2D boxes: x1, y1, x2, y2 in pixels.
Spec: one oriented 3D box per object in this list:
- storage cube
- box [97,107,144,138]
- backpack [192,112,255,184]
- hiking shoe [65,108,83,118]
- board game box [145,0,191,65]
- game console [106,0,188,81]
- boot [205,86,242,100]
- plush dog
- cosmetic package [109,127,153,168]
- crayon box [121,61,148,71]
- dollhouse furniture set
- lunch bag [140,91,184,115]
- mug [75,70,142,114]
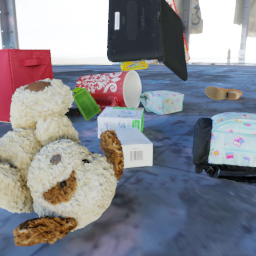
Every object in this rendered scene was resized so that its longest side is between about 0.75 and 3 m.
[{"bbox_3d":[-4.333,-1.670,10.226,2.676,2.406,2.288,5,17,19],"label":"storage cube"},{"bbox_3d":[-0.171,-0.147,8.077,1.188,0.651,1.347,4,17,6],"label":"box"},{"bbox_3d":[2.250,0.297,5.439,1.914,1.212,1.597,4,15,13],"label":"backpack"},{"bbox_3d":[-1.952,-0.545,10.141,0.969,0.367,0.488,1,4,-29],"label":"hiking shoe"},{"bbox_3d":[0.979,-3.382,9.715,0.576,2.486,1.883,-43,37,-22],"label":"board game box"},{"bbox_3d":[0.568,-2.580,7.910,2.138,2.431,1.415,-3,-25,6],"label":"game console"},{"bbox_3d":[4.768,-1.777,13.869,1.631,0.625,1.266,10,19,33],"label":"boot"},{"bbox_3d":[-1.132,0.685,4.079,1.999,1.867,2.327,23,54,25],"label":"plush dog"},{"bbox_3d":[0.023,0.405,6.330,0.737,0.530,1.305,-3,15,-12],"label":"cosmetic package"},{"bbox_3d":[0.332,-3.121,12.559,1.229,1.060,0.358,-10,50,-15],"label":"crayon box"},{"bbox_3d":[-2.118,-0.494,9.693,1.921,0.964,1.258,-37,22,-17],"label":"dollhouse furniture set"},{"bbox_3d":[1.283,-1.071,10.999,1.179,0.844,1.384,-14,26,-38],"label":"lunch bag"},{"bbox_3d":[-0.953,-1.486,11.240,2.371,1.582,2.105,5,14,28],"label":"mug"}]
